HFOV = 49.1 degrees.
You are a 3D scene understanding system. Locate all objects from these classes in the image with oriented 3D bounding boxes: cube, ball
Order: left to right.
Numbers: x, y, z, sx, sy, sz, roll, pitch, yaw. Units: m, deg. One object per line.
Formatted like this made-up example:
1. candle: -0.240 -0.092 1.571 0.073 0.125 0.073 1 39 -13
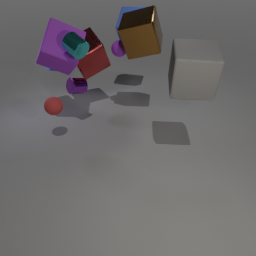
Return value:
1. ball: -2.800 -0.827 10.536 0.700 0.700 0.700 0 31 0
2. cube: -2.605 -3.088 10.820 1.400 1.400 1.400 17 -13 -22
3. cube: -1.833 -3.357 12.705 1.400 1.400 1.400 -31 61 -4
4. ball: -0.374 -3.431 12.103 0.700 0.700 0.700 0 31 0
5. cube: 0.336 -5.050 14.060 1.400 1.400 1.400 7 68 15
6. cube: 0.544 -3.839 11.317 1.400 1.400 1.400 -7 46 18
7. cube: 2.060 -1.840 8.818 1.400 1.400 1.400 4 43 2

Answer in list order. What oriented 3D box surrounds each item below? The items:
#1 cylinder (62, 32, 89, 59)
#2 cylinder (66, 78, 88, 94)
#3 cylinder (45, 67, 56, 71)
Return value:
1. cylinder: -1.832 -2.884 9.798 0.700 0.700 0.700 41 45 17
2. cylinder: -2.245 -1.851 12.297 0.700 0.700 0.700 -8 29 -42
3. cylinder: -3.276 -2.925 12.602 0.700 0.700 0.700 28 22 38
